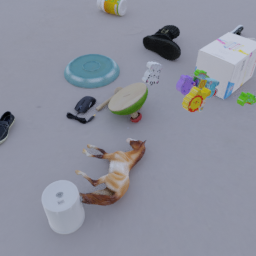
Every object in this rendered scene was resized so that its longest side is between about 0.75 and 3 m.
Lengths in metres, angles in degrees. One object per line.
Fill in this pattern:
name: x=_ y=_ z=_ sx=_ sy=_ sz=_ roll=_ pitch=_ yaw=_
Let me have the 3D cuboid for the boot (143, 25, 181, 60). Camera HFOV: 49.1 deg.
boot: x=1.983 y=-4.107 z=13.202 sx=1.675 sy=0.843 sz=2.240 roll=-33 pitch=53 yaw=-29

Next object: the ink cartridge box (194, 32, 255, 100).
ink cartridge box: x=4.025 y=-2.590 z=11.185 sx=1.537 sy=1.578 sz=2.455 roll=35 pitch=53 yaw=30

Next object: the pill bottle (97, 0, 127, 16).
pill bottle: x=-0.945 y=-7.085 z=16.134 sx=1.619 sy=0.899 sz=0.899 roll=21 pitch=49 yaw=20

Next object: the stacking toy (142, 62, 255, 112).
stacking toy: x=1.114 y=-0.622 z=4.405 sx=1.538 sy=0.361 sz=1.159 roll=-2 pitch=30 yaw=-35

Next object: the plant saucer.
plant saucer: x=-1.558 y=-2.553 z=12.038 sx=2.417 sy=0.331 sz=2.417 roll=0 pitch=46 yaw=0

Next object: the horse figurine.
horse figurine: x=-0.526 y=1.235 z=7.939 sx=1.827 sy=0.688 sz=2.756 roll=12 pitch=38 yaw=1

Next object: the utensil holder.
utensil holder: x=-1.606 y=1.962 z=6.987 sx=0.936 sy=1.102 sz=0.936 roll=0 pitch=44 yaw=0

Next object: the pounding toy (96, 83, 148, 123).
pounding toy: x=0.029 y=-0.801 z=10.078 sx=1.975 sy=0.917 sz=1.525 roll=7 pitch=49 yaw=49

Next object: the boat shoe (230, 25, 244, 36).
boat shoe: x=5.479 y=-4.760 z=14.175 sx=1.366 sy=0.469 sz=0.387 roll=-38 pitch=61 yaw=-24

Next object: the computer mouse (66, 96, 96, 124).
computer mouse: x=-1.510 y=-0.737 z=10.224 sx=0.978 sy=0.321 sz=1.393 roll=24 pitch=50 yaw=23

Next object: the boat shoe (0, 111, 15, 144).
boat shoe: x=-4.239 y=-0.033 z=9.451 sx=0.516 sy=0.431 sz=1.383 roll=6 pitch=47 yaw=4
